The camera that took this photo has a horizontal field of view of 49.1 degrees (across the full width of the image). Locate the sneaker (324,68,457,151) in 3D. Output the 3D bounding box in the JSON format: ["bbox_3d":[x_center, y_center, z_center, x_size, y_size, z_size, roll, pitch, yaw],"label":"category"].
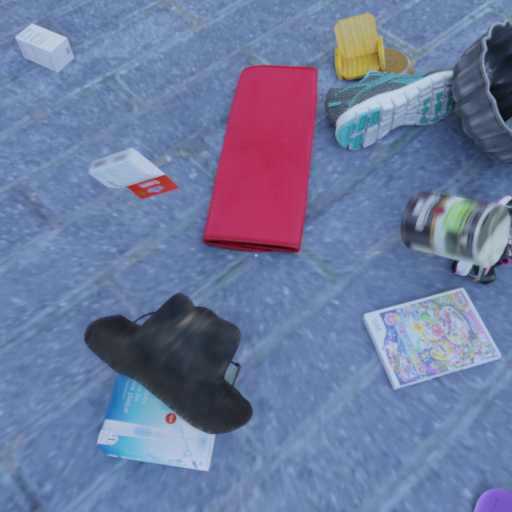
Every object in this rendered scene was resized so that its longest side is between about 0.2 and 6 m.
[{"bbox_3d":[2.750,-3.269,11.191,3.085,1.197,1.407,-19,56,-13],"label":"sneaker"}]

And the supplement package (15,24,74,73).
[{"bbox_3d":[-4.639,-4.571,12.304,1.012,0.576,0.554,26,63,15],"label":"supplement package"}]

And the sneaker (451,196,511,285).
[{"bbox_3d":[4.058,-0.199,9.580,0.760,0.707,1.760,35,74,11],"label":"sneaker"}]

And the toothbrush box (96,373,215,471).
[{"bbox_3d":[-1.315,2.316,7.919,1.512,0.645,1.107,9,58,3],"label":"toothbrush box"}]

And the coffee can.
[{"bbox_3d":[3.110,-0.440,8.799,0.973,0.973,1.329,-44,38,-24],"label":"coffee can"}]

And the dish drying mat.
[{"bbox_3d":[0.206,-2.032,10.826,1.741,0.412,4.532,6,59,5],"label":"dish drying mat"}]

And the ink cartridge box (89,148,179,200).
[{"bbox_3d":[-1.766,-1.100,8.179,0.830,1.037,0.245,-11,56,33],"label":"ink cartridge box"}]

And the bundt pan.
[{"bbox_3d":[4.657,-2.919,10.471,2.693,1.011,2.693,8,74,-32],"label":"bundt pan"}]

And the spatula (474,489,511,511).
[{"bbox_3d":[4.199,3.876,7.127,2.811,0.289,0.794,22,73,11],"label":"spatula"}]

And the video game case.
[{"bbox_3d":[2.753,1.274,8.865,1.779,0.160,1.274,-14,59,-8],"label":"video game case"}]

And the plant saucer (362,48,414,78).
[{"bbox_3d":[2.866,-4.192,12.280,1.243,0.220,1.243,0,57,0],"label":"plant saucer"}]

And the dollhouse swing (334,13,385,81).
[{"bbox_3d":[2.141,-4.425,11.865,1.010,0.888,0.918,-7,55,19],"label":"dollhouse swing"}]

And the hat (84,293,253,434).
[{"bbox_3d":[-0.809,1.091,7.003,2.524,2.524,1.018,35,93,20],"label":"hat"}]
